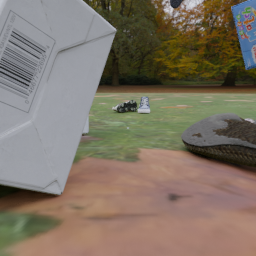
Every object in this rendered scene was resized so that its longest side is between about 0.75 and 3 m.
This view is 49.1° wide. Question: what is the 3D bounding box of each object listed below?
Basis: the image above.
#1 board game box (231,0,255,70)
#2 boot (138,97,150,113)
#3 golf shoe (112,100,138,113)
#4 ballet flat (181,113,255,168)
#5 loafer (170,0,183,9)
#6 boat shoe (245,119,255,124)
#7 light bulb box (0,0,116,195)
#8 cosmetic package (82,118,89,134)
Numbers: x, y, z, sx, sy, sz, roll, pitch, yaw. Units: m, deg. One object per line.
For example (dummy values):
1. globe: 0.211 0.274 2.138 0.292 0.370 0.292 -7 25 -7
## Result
1. board game box: 2.508 -1.627 4.431 1.491 1.128 0.273 -3 22 47
2. boot: 0.650 -0.963 11.526 0.506 0.628 1.391 0 8 0
3. golf shoe: -0.092 -0.900 11.707 0.563 0.494 1.279 -2 5 39
4. ballet flat: 1.656 0.240 3.815 0.904 0.622 2.683 -40 17 -17
5. loafer: 1.383 -3.860 7.731 0.393 1.094 0.345 8 16 -5
6. boat shoe: 2.511 0.046 4.691 2.177 0.620 0.728 3 9 23
7. light bulb box: -1.383 -0.460 3.067 1.877 1.861 1.172 7 -15 42
8. cosmetic package: -2.362 -0.913 6.215 2.048 2.061 2.463 -5 11 -39
